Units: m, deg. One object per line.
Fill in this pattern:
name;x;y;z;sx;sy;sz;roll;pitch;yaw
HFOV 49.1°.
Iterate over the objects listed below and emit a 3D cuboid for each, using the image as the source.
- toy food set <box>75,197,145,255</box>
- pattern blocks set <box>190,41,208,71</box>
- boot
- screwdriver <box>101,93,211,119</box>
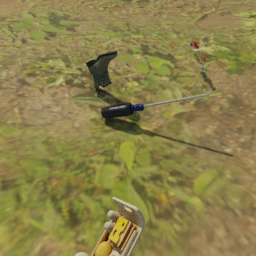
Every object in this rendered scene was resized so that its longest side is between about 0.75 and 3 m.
toy food set;-0.353;1.701;4.111;1.345;0.406;0.965;-60;19;-17
pattern blocks set;2.347;-2.358;9.327;0.086;1.066;0.937;-31;9;4
boot;-0.656;-1.715;8.348;0.466;0.900;1.377;-30;12;-40
screwdriver;0.612;-0.559;7.078;2.849;0.397;0.415;-6;34;23
